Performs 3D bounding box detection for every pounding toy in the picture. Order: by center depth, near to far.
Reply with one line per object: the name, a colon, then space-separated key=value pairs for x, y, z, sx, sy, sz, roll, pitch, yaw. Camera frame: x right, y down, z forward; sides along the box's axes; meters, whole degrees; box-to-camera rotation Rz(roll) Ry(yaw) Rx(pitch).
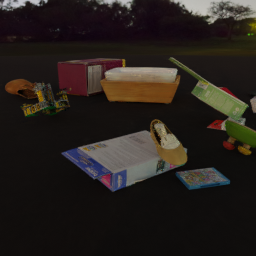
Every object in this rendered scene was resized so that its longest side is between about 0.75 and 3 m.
pounding toy: x=2.552 y=0.345 z=6.064 sx=1.223 sy=0.568 sz=0.944 roll=28 pitch=5 yaw=-6

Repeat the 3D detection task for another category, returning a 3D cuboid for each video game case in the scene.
video game case: x=1.300 y=0.873 z=4.913 sx=0.764 sy=0.068 sz=0.547 roll=-4 pitch=18 yaw=-14

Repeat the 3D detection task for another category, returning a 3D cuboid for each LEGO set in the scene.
LEGO set: x=-2.493 y=-0.900 z=8.459 sx=1.128 sy=0.850 sz=1.467 roll=-20 pitch=-5 yaw=37

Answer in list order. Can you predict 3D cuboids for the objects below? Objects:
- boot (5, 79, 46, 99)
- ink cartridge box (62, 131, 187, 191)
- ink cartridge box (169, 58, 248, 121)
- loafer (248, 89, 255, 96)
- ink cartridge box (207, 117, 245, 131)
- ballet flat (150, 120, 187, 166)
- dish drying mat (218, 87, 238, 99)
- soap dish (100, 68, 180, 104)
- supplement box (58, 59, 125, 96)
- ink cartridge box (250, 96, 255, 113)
boot: x=-4.459 y=-1.615 z=11.810 sx=1.843 sy=0.679 sz=1.426 roll=-2 pitch=19 yaw=-1
ink cartridge box: x=-0.048 y=0.570 z=5.276 sx=2.061 sy=0.433 sz=1.230 roll=-11 pitch=23 yaw=-36
ink cartridge box: x=2.077 y=-1.160 z=8.069 sx=2.376 sy=0.570 sz=1.729 roll=30 pitch=13 yaw=-1
loafer: x=5.695 y=-1.605 z=12.240 sx=1.075 sy=0.377 sz=0.365 roll=-7 pitch=19 yaw=-22
ink cartridge box: x=2.781 y=-0.145 z=7.908 sx=0.826 sy=0.210 sz=0.938 roll=12 pitch=21 yaw=30
ballet flat: x=0.672 y=0.222 z=5.118 sx=0.446 sy=0.410 sz=1.301 roll=-18 pitch=27 yaw=-9
dish drying mat: x=3.854 y=-1.360 z=11.651 sx=1.109 sy=0.263 sz=2.887 roll=3 pitch=18 yaw=7
soap dish: x=0.599 y=-1.776 z=11.416 sx=2.957 sy=1.201 sz=2.326 roll=4 pitch=18 yaw=10
supplement box: x=-1.611 y=-2.468 z=13.180 sx=1.827 sy=1.440 sz=2.791 roll=12 pitch=21 yaw=34
ink cartridge box: x=4.776 y=-0.917 z=9.282 sx=1.137 sy=0.477 sz=0.998 roll=-14 pitch=6 yaw=35
